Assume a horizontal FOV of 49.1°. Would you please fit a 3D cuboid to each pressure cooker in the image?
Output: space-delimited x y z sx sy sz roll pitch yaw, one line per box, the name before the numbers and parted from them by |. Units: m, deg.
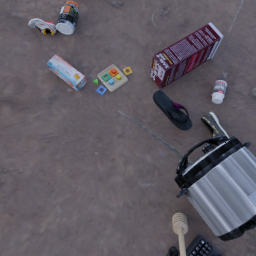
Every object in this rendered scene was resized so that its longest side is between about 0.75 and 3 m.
pressure cooker | 3.042 1.666 8.819 2.858 2.514 2.553 53 123 18

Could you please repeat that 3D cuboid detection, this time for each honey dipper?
honey dipper | 1.624 3.402 8.307 0.504 2.654 0.504 1 103 6

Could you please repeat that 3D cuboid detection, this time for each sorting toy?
sorting toy | -0.625 -2.077 11.435 1.739 0.237 0.979 -36 74 -12

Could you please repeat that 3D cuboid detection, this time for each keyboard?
keyboard | 1.754 4.698 8.994 1.584 0.338 2.637 41 74 13

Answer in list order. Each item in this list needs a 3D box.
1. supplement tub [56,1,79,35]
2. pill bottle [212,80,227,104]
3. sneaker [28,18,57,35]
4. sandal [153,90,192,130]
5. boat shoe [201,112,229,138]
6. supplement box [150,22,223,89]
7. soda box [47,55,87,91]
supplement tub | -2.568 -4.775 12.105 0.784 0.784 1.280 12 71 4
pill bottle | 3.596 -1.419 11.074 0.471 0.471 0.828 16 71 5
sneaker | -3.712 -4.367 12.116 1.261 0.491 0.518 11 72 4
sandal | 1.716 -0.606 10.088 2.023 0.484 0.760 39 54 -24
boat shoe | 3.304 0.174 10.484 0.489 0.579 1.623 -24 65 -4
supplement box | 2.244 -2.811 11.030 2.744 1.493 0.835 -32 74 -12
soda box | -2.469 -2.231 11.337 1.643 0.522 0.562 38 75 13
